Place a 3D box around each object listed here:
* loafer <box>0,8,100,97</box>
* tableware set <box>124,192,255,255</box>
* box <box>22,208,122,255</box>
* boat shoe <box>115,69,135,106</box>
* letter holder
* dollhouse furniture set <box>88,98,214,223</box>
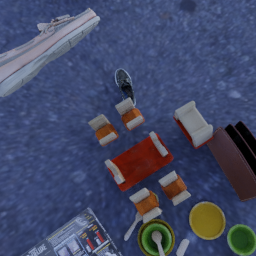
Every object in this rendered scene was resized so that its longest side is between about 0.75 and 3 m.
[{"bbox_3d":[-1.823,-1.776,5.853,2.694,0.968,0.847,-41,101,-9],"label":"loafer"},{"bbox_3d":[1.436,2.432,6.388,2.748,0.422,1.851,29,72,11],"label":"tableware set"},{"bbox_3d":[-1.225,2.946,6.159,1.901,0.473,1.499,-35,73,-12],"label":"box"},{"bbox_3d":[-0.055,-1.155,7.753,0.432,0.356,1.259,-16,70,-6],"label":"boat shoe"},{"bbox_3d":[2.782,0.700,6.595,0.872,1.233,1.734,-24,71,-9],"label":"letter holder"},{"bbox_3d":[0.733,0.538,6.849,2.597,1.352,2.625,-32,72,1],"label":"dollhouse furniture set"}]
